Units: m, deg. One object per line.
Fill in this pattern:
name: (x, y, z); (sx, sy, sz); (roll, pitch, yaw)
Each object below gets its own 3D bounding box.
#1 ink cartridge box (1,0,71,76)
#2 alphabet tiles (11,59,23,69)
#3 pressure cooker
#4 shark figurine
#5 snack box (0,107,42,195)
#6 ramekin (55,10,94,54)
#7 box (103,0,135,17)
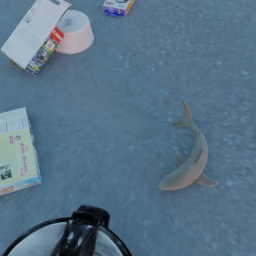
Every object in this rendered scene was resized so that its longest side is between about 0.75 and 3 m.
ink cartridge box: (-3.048, -3.296, 9.696); (1.437, 0.664, 2.638); (37, 90, 23)
alphabet tiles: (-3.675, -2.580, 10.303); (1.206, 0.038, 1.003); (-14, 56, -9)
pressure cooker: (-1.008, 2.939, 4.776); (2.536, 2.839, 2.497); (-23, 58, -16)
shark figurine: (1.839, 0.521, 7.568); (1.543, 1.077, 2.582); (12, 58, 7)
snack box: (-3.359, 0.604, 7.837); (1.421, 0.454, 2.447); (-16, 57, -11)
ramekin: (-2.178, -3.681, 10.585); (1.698, 0.828, 1.698); (0, 55, 0)
box: (-0.374, -5.427, 12.090); (1.028, 0.358, 1.726); (15, 55, 10)
